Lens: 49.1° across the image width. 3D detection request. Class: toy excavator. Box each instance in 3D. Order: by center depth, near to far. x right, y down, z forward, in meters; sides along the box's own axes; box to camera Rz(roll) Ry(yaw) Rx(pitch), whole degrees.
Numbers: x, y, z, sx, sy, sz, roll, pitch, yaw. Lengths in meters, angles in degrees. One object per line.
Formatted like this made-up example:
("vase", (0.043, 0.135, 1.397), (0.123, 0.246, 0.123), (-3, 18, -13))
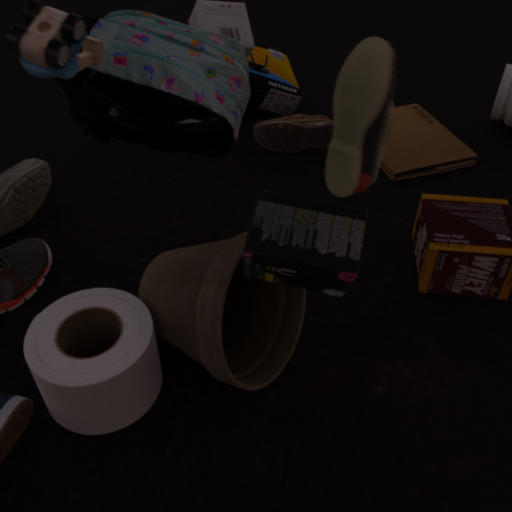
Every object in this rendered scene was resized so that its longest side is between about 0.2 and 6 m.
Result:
("toy excavator", (-2.099, -2.245, 6.136), (0.575, 1.151, 1.119), (20, 67, 2))

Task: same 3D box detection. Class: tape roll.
("tape roll", (-2.091, 1.358, 7.374), (1.614, 1.108, 1.614), (0, 43, 0))

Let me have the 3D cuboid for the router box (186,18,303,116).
("router box", (-0.358, -4.366, 13.015), (2.589, 0.661, 1.931), (6, 51, -30))

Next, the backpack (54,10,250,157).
("backpack", (-1.462, -2.569, 8.545), (2.709, 2.261, 1.715), (13, 82, -2))

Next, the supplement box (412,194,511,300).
("supplement box", (3.391, -0.172, 9.171), (1.418, 0.955, 1.438), (5, 42, 5))

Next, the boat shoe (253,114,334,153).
("boat shoe", (0.865, -2.709, 12.200), (1.977, 0.749, 0.710), (-1, 38, -14))

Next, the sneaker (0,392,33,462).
("sneaker", (-3.604, 2.309, 6.663), (0.980, 0.633, 1.806), (16, 38, 10))

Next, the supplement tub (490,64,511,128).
("supplement tub", (6.403, -3.454, 12.410), (2.000, 1.450, 1.450), (17, 45, 18))

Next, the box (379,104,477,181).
("box", (3.289, -2.555, 12.307), (2.004, 0.261, 2.451), (-13, 44, -14))

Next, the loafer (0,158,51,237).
("loafer", (-4.806, -0.749, 9.714), (1.096, 1.098, 3.140), (22, 47, 11))

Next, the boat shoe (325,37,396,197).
("boat shoe", (1.142, -1.400, 5.789), (0.527, 1.684, 0.599), (-19, 42, -34))

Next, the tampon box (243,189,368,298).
("tampon box", (0.515, -0.111, 6.159), (1.198, 0.898, 0.756), (12, 71, 4))

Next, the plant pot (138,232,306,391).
("plant pot", (-0.568, 0.633, 7.767), (1.801, 2.075, 2.075), (8, 40, 35))

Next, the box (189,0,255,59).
("box", (-0.575, -3.662, 9.225), (0.857, 0.563, 0.862), (-7, 77, -25))

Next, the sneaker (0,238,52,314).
("sneaker", (-4.264, 0.365, 8.492), (1.004, 1.066, 2.604), (25, 48, 25))
